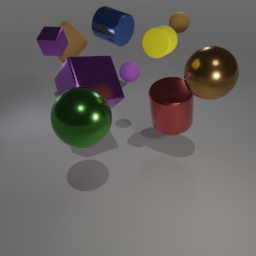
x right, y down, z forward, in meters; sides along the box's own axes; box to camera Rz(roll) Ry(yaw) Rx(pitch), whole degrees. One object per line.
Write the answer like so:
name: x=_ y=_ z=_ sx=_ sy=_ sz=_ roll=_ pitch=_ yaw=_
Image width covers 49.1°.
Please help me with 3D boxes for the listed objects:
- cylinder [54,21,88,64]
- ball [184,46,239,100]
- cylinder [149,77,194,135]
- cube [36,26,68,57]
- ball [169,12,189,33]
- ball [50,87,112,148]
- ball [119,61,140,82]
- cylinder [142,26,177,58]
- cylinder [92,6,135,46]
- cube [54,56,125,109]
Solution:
cylinder: x=-2.692 y=-3.617 z=12.101 sx=1.400 sy=1.400 sz=1.400 roll=-51 pitch=45 yaw=-1
ball: x=2.182 y=-1.441 z=7.394 sx=1.400 sy=1.400 sz=1.400 roll=0 pitch=32 yaw=0
cylinder: x=1.434 y=-0.720 z=9.226 sx=1.400 sy=1.400 sz=1.400 roll=-6 pitch=46 yaw=6
cube: x=-2.552 y=-2.937 z=9.517 sx=0.700 sy=0.700 sz=0.700 roll=7 pitch=57 yaw=13
ball: x=1.764 y=-3.635 z=9.664 sx=0.700 sy=0.700 sz=0.700 roll=0 pitch=32 yaw=0
ball: x=-1.065 y=-0.239 z=6.460 sx=1.400 sy=1.400 sz=1.400 roll=0 pitch=32 yaw=0
ball: x=0.053 y=-1.888 z=9.425 sx=0.700 sy=0.700 sz=0.700 roll=0 pitch=32 yaw=0
cylinder: x=0.788 y=-2.131 z=6.900 sx=0.700 sy=0.700 sz=0.700 roll=13 pitch=28 yaw=20
cylinder: x=-0.658 y=-4.537 z=12.495 sx=1.400 sy=1.400 sz=1.400 roll=30 pitch=42 yaw=26
cube: x=-1.186 y=-1.189 z=8.372 sx=1.400 sy=1.400 sz=1.400 roll=-12 pitch=-11 yaw=-34
